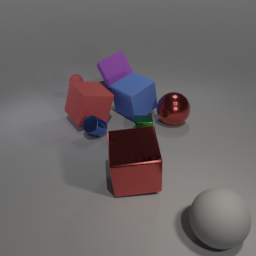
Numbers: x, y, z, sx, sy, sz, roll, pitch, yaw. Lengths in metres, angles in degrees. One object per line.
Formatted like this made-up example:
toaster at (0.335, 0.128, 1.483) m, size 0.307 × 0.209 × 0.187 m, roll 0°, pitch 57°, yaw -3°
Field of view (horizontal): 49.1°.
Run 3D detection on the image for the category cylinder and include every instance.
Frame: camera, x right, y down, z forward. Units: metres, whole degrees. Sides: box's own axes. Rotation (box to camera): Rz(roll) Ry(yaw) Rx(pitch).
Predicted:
cylinder at (-1.269, -0.067, 10.865) m, size 0.700 × 0.700 × 0.700 m, roll 20°, pitch -3°, yaw 31°

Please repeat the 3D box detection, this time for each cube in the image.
cube at (-1.641, -1.035, 11.678) m, size 1.400 × 1.400 × 1.400 m, roll -5°, pitch 34°, yaw -37°
cube at (0.622, -0.050, 11.041) m, size 0.700 × 0.700 × 0.700 m, roll -1°, pitch 26°, yaw 1°
cube at (-0.687, -3.039, 14.670) m, size 1.400 × 1.400 × 1.400 m, roll -29°, pitch 11°, yaw -5°
cube at (0.192, 0.967, 8.149) m, size 1.400 × 1.400 × 1.400 m, roll -7°, pitch 44°, yaw -1°
cube at (0.281, -1.384, 12.308) m, size 1.400 × 1.400 × 1.400 m, roll -36°, pitch 46°, yaw -25°

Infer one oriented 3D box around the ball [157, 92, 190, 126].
ball at (1.898, -0.801, 11.729) m, size 1.400 × 1.400 × 1.400 m, roll 0°, pitch 30°, yaw 0°

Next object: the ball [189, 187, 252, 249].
ball at (2.181, 2.132, 6.677) m, size 1.400 × 1.400 × 1.400 m, roll 0°, pitch 30°, yaw 0°

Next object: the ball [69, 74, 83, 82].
ball at (-2.616, -2.379, 14.196) m, size 0.700 × 0.700 × 0.700 m, roll 0°, pitch 30°, yaw 0°
